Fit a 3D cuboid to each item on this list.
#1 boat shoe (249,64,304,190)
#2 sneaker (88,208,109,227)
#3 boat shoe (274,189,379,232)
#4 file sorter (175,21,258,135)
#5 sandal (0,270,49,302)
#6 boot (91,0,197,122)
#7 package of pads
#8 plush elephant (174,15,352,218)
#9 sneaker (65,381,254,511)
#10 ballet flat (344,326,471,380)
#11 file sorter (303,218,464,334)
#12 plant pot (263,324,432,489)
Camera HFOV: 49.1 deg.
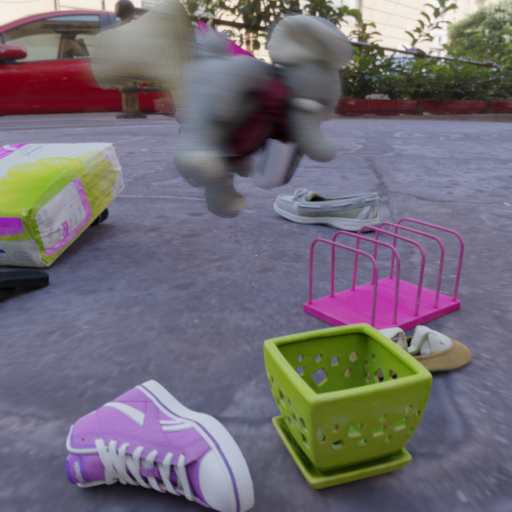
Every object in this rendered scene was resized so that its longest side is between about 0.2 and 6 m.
[{"bbox_3d":[0.592,-2.558,10.464,0.973,2.701,0.958,30,21,23],"label":"boat shoe"},{"bbox_3d":[-4.484,-1.090,13.604,1.775,0.689,0.766,-2,14,-9],"label":"sneaker"},{"bbox_3d":[1.679,-1.248,13.648,2.867,0.919,1.057,16,23,40],"label":"boat shoe"},{"bbox_3d":[-0.857,-3.526,12.266,1.655,1.494,2.382,22,42,-35],"label":"file sorter"},{"bbox_3d":[-4.244,0.554,8.948,0.770,0.490,2.047,12,9,35],"label":"sandal"},{"bbox_3d":[-1.831,-3.041,9.466,1.767,2.273,0.828,-16,-9,16],"label":"boot"},{"bbox_3d":[-4.839,-1.256,11.820,3.030,1.338,3.922,2,31,12],"label":"package of pads"},{"bbox_3d":[0.214,-1.881,7.282,2.043,2.639,2.174,-2,-16,7],"label":"plush elephant"},{"bbox_3d":[-0.931,1.783,4.730,1.139,0.724,1.998,-18,16,-34],"label":"sneaker"},{"bbox_3d":[1.875,1.137,6.803,1.784,0.562,0.612,-6,20,-18],"label":"ballet flat"},{"bbox_3d":[1.939,0.246,8.427,2.022,1.268,1.405,-13,22,-35],"label":"file sorter"},{"bbox_3d":[0.777,1.393,5.176,1.178,1.069,1.172,-6,19,-18],"label":"plant pot"}]
